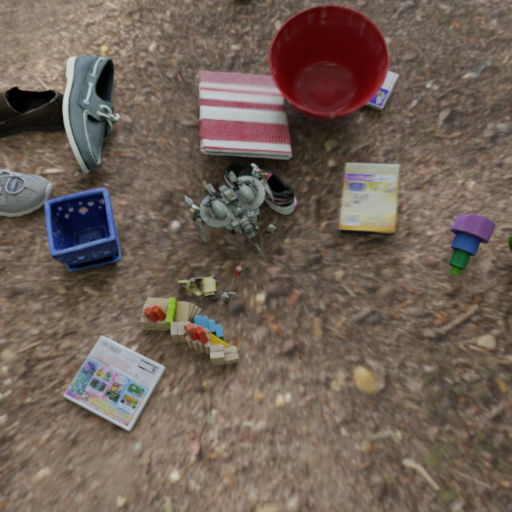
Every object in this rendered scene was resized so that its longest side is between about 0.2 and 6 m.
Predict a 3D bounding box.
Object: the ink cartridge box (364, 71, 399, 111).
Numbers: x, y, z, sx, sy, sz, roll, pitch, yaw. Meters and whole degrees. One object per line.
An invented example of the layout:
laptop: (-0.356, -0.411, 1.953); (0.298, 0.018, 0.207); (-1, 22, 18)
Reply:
ink cartridge box: (2.722, -3.996, 13.186); (0.953, 0.207, 0.944); (25, 83, 12)

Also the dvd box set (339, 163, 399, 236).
dvd box set: (2.364, -1.193, 11.677); (1.122, 0.225, 1.533); (3, 74, 14)

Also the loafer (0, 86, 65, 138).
loafer: (-5.541, -3.363, 12.554); (2.840, 1.013, 1.036); (-8, 64, -4)

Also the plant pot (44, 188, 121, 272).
plant pot: (-3.340, -0.430, 11.040); (1.254, 1.128, 1.254); (-14, 64, -7)

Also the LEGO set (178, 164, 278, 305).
LEGO set: (-0.535, -0.590, 10.990); (1.943, 0.848, 2.992); (2, 74, 3)

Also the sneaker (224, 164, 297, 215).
sneaker: (0.133, -1.582, 11.831); (1.712, 0.739, 0.688); (25, 65, 13)

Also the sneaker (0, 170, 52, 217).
sneaker: (-5.530, -1.431, 11.598); (2.466, 1.011, 0.922); (1, 64, 0)

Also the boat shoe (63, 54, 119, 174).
boat shoe: (-3.596, -3.270, 12.433); (1.007, 1.187, 3.260); (-11, 59, -1)

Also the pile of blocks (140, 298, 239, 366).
pile of blocks: (-1.214, 1.278, 10.449); (2.154, 0.670, 0.884); (25, 66, 12)

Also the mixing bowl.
mixing bowl: (1.557, -4.038, 12.489); (2.554, 1.383, 2.554); (-1, 78, 2)

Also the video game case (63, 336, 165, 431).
video game case: (-2.573, 2.306, 10.225); (1.397, 0.165, 1.272); (24, 66, 10)

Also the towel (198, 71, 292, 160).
towel: (-0.290, -3.152, 12.478); (1.964, 0.310, 2.726); (1, 53, -9)

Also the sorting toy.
sorting toy: (5.614, 0.584, 10.676); (4.211, 1.460, 1.450); (22, 89, 9)
